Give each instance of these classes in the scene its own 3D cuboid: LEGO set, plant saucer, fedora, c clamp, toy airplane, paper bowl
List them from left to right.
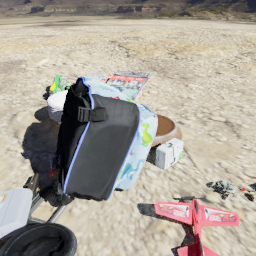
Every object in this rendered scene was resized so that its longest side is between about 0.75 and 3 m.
[{"bbox_3d":[-1.535,2.303,4.837,1.395,0.637,1.395,2,22,-1],"label":"fedora"},{"bbox_3d":[-1.665,1.840,6.312,1.392,0.221,1.629,2,28,15],"label":"c clamp"},{"bbox_3d":[-1.964,-0.677,10.391,1.916,0.996,1.916,0,27,0],"label":"paper bowl"},{"bbox_3d":[0.704,0.029,9.675,2.386,0.411,2.386,1,27,0],"label":"plant saucer"},{"bbox_3d":[1.446,2.028,5.731,1.830,0.337,1.830,5,28,-2],"label":"toy airplane"},{"bbox_3d":[2.599,1.467,6.893,1.067,0.302,0.693,1,26,2],"label":"LEGO set"}]

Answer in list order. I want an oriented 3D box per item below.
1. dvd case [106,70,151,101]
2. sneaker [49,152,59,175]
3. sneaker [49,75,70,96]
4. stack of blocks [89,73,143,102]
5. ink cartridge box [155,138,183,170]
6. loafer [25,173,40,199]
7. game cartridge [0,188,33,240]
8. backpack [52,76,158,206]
[{"bbox_3d":[-0.237,-1.654,11.679,1.662,0.251,2.277,10,46,26],"label":"dvd case"},{"bbox_3d":[-1.922,0.929,7.834,0.395,0.426,1.057,3,26,3],"label":"sneaker"},{"bbox_3d":[-3.083,-1.853,13.176,0.888,0.813,2.083,5,35,-6],"label":"sneaker"},{"bbox_3d":[-0.668,-1.930,13.161,2.585,0.757,1.489,7,27,13],"label":"stack of blocks"},{"bbox_3d":[1.190,0.732,8.020,0.839,0.615,0.348,-25,37,-38],"label":"ink cartridge box"},{"bbox_3d":[-2.410,1.421,6.983,0.295,0.302,0.827,-2,27,-4],"label":"loafer"},{"bbox_3d":[-3.067,1.878,5.897,1.878,0.390,1.250,-7,23,-5],"label":"game cartridge"},{"bbox_3d":[-0.692,0.151,7.149,2.096,2.610,2.852,12,19,-23],"label":"backpack"}]
